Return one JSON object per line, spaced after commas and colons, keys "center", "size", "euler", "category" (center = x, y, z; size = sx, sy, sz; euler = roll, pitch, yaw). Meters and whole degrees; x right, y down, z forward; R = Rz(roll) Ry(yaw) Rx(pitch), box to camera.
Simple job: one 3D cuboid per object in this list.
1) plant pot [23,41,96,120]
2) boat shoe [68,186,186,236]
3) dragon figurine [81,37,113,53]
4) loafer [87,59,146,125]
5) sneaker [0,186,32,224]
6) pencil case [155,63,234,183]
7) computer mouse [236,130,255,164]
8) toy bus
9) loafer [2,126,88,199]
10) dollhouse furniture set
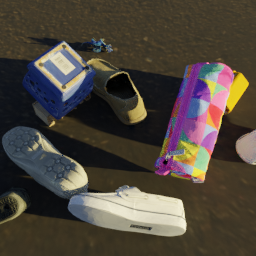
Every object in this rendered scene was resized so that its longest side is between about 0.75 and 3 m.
{"center": [-1.772, -1.318, 7.380], "size": [1.445, 1.299, 1.445], "euler": [45, 63, -1], "category": "plant pot"}
{"center": [0.016, 1.682, 6.007], "size": [2.526, 0.929, 0.825], "euler": [17, 49, -14], "category": "boat shoe"}
{"center": [-1.157, -3.031, 10.320], "size": [1.181, 0.348, 0.587], "euler": [0, 47, -6], "category": "dragon figurine"}
{"center": [-0.420, -1.357, 8.548], "size": [1.118, 0.992, 2.941], "euler": [-30, 57, -23], "category": "loafer"}
{"center": [-2.885, 1.828, 6.189], "size": [1.791, 1.026, 0.685], "euler": [-27, 86, 10], "category": "sneaker"}
{"center": [1.569, -0.133, 6.621], "size": [1.283, 1.283, 2.902], "euler": [16, 79, 13], "category": "pencil case"}
{"center": [4.074, 0.222, 7.406], "size": [2.508, 0.550, 1.375], "euler": [-21, 66, -12], "category": "computer mouse"}
{"center": [3.046, -1.114, 8.421], "size": [0.563, 0.677, 1.729], "euler": [49, 59, -10], "category": "toy bus"}
{"center": [-2.056, 0.847, 6.762], "size": [2.830, 0.988, 0.990], "euler": [31, 58, 33], "category": "loafer"}
{"center": [-1.955, -0.913, 8.311], "size": [0.709, 0.831, 1.603], "euler": [38, 60, 25], "category": "dollhouse furniture set"}
